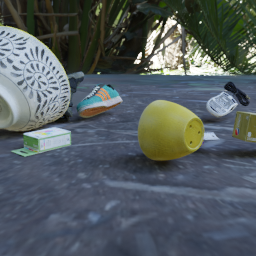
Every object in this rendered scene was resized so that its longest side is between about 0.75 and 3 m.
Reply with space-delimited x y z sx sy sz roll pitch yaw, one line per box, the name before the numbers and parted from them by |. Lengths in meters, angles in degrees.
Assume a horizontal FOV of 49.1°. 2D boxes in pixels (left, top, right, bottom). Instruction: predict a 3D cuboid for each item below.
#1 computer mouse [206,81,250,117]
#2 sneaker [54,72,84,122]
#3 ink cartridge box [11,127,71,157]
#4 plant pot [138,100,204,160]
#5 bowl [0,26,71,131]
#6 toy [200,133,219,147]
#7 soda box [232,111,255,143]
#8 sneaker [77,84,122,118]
computer mouse | 3.071 -0.808 8.927 1.877 0.412 1.029 -29 67 -33
sneaker | -2.030 -0.982 8.818 0.850 1.274 2.223 -5 27 28
ink cartridge box | -1.829 0.272 5.945 0.583 0.333 1.122 11 17 40
plant pot | 0.839 0.069 4.893 1.115 1.115 0.791 -11 11 -40
bowl | -2.985 -0.865 6.875 2.842 2.842 1.334 4 39 15
toy | 1.248 0.299 5.900 1.186 0.280 0.683 -1 11 6
soda box | 2.953 0.042 5.523 1.612 0.546 0.516 6 7 -9
sneaker | -1.057 -0.971 9.321 0.787 0.881 2.204 -34 -5 30
